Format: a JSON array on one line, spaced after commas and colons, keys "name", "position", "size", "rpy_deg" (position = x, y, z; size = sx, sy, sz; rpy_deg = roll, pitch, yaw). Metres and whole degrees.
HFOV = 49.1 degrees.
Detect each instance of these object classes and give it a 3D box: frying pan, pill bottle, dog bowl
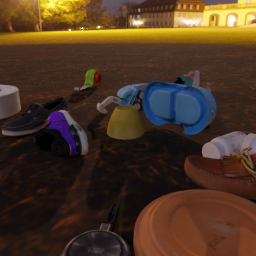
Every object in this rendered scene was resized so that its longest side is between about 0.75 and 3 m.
[{"name": "frying pan", "position": [-0.253, 1.658, 4.103], "size": [1.078, 0.290, 1.783], "rpy_deg": [13, 28, 30]}, {"name": "pill bottle", "position": [2.327, 0.482, 6.651], "size": [1.094, 0.620, 0.620], "rpy_deg": [-13, 24, -32]}, {"name": "dog bowl", "position": [1.523, -0.682, 8.457], "size": [0.625, 1.406, 2.523], "rpy_deg": [-14, 22, -38]}, {"name": "pill bottle", "position": [3.242, 0.630, 5.961], "size": [0.840, 0.840, 1.450], "rpy_deg": [-19, 27, -41]}]

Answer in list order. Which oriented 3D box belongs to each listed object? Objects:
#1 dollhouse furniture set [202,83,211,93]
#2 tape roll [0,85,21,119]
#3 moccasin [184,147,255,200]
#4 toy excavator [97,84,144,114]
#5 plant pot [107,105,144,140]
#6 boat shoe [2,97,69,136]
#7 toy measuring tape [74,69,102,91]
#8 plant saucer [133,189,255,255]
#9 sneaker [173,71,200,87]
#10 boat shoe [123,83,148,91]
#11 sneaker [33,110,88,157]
[{"name": "dollhouse furniture set", "position": [3.739, -1.968, 13.478], "size": [0.334, 0.391, 0.754], "rpy_deg": [1, 21, -2]}, {"name": "tape roll", "position": [-5.161, -0.945, 10.153], "size": [2.347, 0.821, 2.347], "rpy_deg": [1, 21, 0]}, {"name": "moccasin", "position": [2.382, 0.820, 5.179], "size": [2.644, 1.021, 0.967], "rpy_deg": [10, 23, 26]}, {"name": "toy excavator", "position": [-0.272, -1.055, 10.391], "size": [1.468, 1.427, 0.733], "rpy_deg": [21, 9, -30]}, {"name": "plant pot", "position": [-0.072, -0.235, 8.306], "size": [1.119, 0.794, 1.119], "rpy_deg": [0, 20, 0]}, {"name": "boat shoe", "position": [-2.836, -0.407, 8.756], "size": [0.876, 0.789, 2.436], "rpy_deg": [14, 25, 33]}, {"name": "toy measuring tape", "position": [-2.007, -2.506, 14.287], "size": [0.882, 0.882, 2.399], "rpy_deg": [9, 22, 22]}, {"name": "plant saucer", "position": [1.279, 1.582, 4.088], "size": [2.405, 0.388, 2.405], "rpy_deg": [-1, 21, 0]}, {"name": "sneaker", "position": [2.599, -2.037, 12.725], "size": [1.160, 1.036, 2.903], "rpy_deg": [8, 23, 9]}, {"name": "boat shoe", "position": [0.431, -1.797, 12.774], "size": [1.537, 0.565, 0.502], "rpy_deg": [-4, 25, -13]}, {"name": "sneaker", "position": [-1.959, 0.124, 7.362], "size": [1.124, 0.785, 2.259], "rpy_deg": [-12, 24, -28]}]
